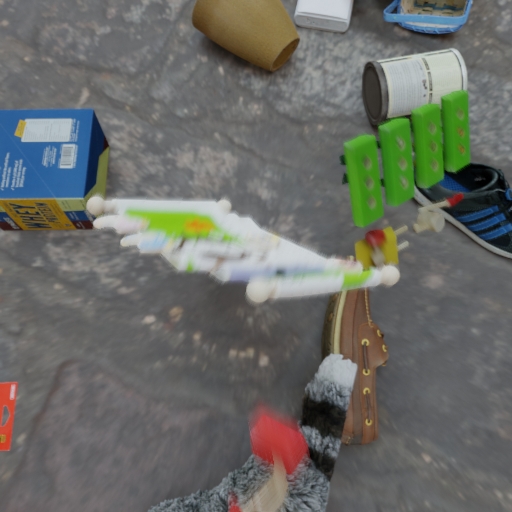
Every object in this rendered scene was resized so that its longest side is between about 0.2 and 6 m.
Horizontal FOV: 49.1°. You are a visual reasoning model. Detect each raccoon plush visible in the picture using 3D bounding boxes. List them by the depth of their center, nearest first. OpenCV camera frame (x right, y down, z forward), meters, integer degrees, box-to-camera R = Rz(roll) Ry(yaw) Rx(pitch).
[{"bbox_3d":[-0.196,2.778,7.254,2.288,1.652,3.415,13,65,11],"label":"raccoon plush"}]

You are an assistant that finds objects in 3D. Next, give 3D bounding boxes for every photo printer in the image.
[{"bbox_3d":[1.357,-4.987,10.843,1.054,0.440,1.267,11,69,5],"label":"photo printer"}]

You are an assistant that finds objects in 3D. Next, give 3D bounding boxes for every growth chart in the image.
[{"bbox_3d":[-0.308,-0.151,5.980,2.183,0.268,3.017,-6,24,-43],"label":"growth chart"}]

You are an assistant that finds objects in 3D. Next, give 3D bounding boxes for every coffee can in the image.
[{"bbox_3d":[2.700,-2.913,9.675,1.474,1.079,1.079,-10,69,-4],"label":"coffee can"}]

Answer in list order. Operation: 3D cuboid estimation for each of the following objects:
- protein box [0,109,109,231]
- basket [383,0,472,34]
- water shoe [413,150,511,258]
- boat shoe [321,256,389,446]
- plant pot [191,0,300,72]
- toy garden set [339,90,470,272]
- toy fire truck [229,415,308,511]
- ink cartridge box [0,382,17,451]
[{"bbox_3d":[-3.383,-1.376,9.043,1.661,1.120,1.649,-1,68,0],"label":"protein box"},{"bbox_3d":[3.240,-4.607,10.197,1.432,1.129,1.624,17,45,24],"label":"basket"},{"bbox_3d":[3.698,-0.792,8.851,2.663,1.051,0.952,27,71,10],"label":"water shoe"},{"bbox_3d":[1.426,1.354,8.093,0.911,0.971,2.697,8,75,0],"label":"boat shoe"},{"bbox_3d":[-0.047,-4.180,10.105,1.645,1.533,1.533,45,74,2],"label":"plant pot"},{"bbox_3d":[1.836,-0.858,6.861,2.128,1.774,0.425,-29,30,-30],"label":"toy garden set"},{"bbox_3d":[0.012,2.108,4.550,0.373,1.531,1.080,21,52,23],"label":"toy fire truck"},{"bbox_3d":[-3.970,2.317,8.077,0.869,0.218,1.001,-3,68,0],"label":"ink cartridge box"}]
